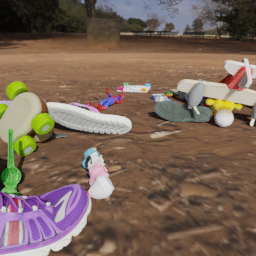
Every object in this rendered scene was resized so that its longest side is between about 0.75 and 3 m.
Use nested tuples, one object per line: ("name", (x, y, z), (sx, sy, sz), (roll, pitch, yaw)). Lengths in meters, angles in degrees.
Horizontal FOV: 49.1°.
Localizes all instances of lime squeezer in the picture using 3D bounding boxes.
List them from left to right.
("lime squeezer", (-2.256, 1.049, 5.383), (0.396, 0.742, 2.100), (10, 45, -24))

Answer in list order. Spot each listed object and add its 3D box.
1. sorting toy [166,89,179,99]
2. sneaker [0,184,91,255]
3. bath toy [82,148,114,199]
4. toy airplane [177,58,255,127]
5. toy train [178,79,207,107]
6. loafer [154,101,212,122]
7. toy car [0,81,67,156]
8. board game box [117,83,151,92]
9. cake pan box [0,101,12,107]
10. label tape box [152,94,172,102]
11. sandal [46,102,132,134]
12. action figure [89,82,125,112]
("sorting toy", (2.752, -1.735, 14.081), (2.011, 0.340, 0.969), (-4, 19, -11))
("sneaker", (-1.665, 1.288, 3.955), (2.557, 1.067, 1.031), (-14, 23, -37))
("bath toy", (-0.657, 0.985, 5.730), (0.530, 0.624, 1.435), (-35, 26, 1))
("toy airplane", (3.417, -1.020, 9.465), (2.775, 1.958, 2.763), (-1, -19, 39))
("toy train", (3.355, -1.479, 12.533), (1.330, 0.995, 2.334), (-23, 29, -22))
("loafer", (1.983, -0.541, 10.249), (2.046, 0.735, 0.643), (10, 0, 8))
("toy car", (-2.525, -0.170, 7.972), (1.588, 1.525, 1.933), (46, 12, 21))
("board game box", (0.371, -2.342, 16.091), (1.682, 0.218, 1.682), (4, 19, 11))
("cake pan box", (-5.525, -0.428, 9.761), (2.273, 0.646, 2.468), (-1, 18, 3))
("label tape box", (1.611, -1.453, 13.364), (0.842, 0.266, 0.607), (-5, 19, -13))
("sandal", (-1.194, -0.372, 8.528), (2.659, 1.082, 0.653), (14, 56, -16))
("action figure", (-0.794, -1.430, 12.205), (0.695, 1.055, 2.131), (11, 19, 28))
